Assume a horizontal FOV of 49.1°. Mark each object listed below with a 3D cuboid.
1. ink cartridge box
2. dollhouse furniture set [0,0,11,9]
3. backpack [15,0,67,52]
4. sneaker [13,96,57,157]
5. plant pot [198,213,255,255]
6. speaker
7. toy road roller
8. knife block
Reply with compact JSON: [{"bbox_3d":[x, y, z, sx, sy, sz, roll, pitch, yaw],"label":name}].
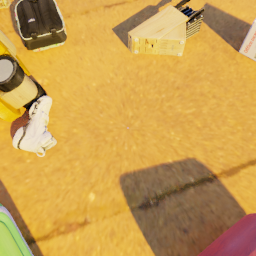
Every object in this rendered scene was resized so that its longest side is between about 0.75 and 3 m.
[{"bbox_3d":[4.750,-2.582,8.622,2.119,1.542,0.890,34,74,16],"label":"ink cartridge box"},{"bbox_3d":[-4.701,-4.544,9.622,0.800,1.439,1.273,-9,65,-4],"label":"dollhouse furniture set"},{"bbox_3d":[-2.846,-3.434,9.171,1.484,1.258,1.672,-19,78,-9],"label":"backpack"},{"bbox_3d":[-2.397,-0.032,7.947,0.998,0.652,1.736,24,72,10],"label":"sneaker"},{"bbox_3d":[2.563,3.100,5.625,2.460,2.460,2.177,42,62,18],"label":"plant pot"},{"bbox_3d":[-2.667,3.090,6.075,1.292,1.292,2.921,-34,72,-15],"label":"speaker"},{"bbox_3d":[-4.028,-1.431,8.006,2.160,1.818,2.959,-35,70,-3],"label":"toy road roller"},{"bbox_3d":[1.309,-3.557,9.515,2.497,0.799,2.192,4,64,2],"label":"knife block"}]
